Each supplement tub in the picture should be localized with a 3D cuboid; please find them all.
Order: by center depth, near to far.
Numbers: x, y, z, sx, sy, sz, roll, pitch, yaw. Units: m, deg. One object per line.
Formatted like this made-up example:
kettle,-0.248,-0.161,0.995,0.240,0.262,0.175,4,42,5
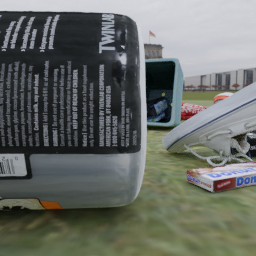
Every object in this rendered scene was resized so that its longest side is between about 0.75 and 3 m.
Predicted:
supplement tub,-1.349,-0.146,2.598,2.903,1.779,1.779,0,7,-3

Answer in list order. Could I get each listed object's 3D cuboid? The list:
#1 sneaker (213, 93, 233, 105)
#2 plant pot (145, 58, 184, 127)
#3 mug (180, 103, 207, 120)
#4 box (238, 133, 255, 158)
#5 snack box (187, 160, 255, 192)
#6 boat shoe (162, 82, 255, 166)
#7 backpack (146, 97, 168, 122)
sneaker,3.544,-0.225,7.909,2.390,0.979,0.921,14,-29,18
plant pot,0.874,-0.957,9.278,2.019,2.014,2.057,3,-6,25
mug,2.608,-0.546,11.392,1.060,0.941,0.707,9,-29,32
box,2.103,0.288,5.046,0.640,0.336,0.781,1,7,2
snack box,1.389,0.569,3.465,1.302,0.158,0.468,-3,8,-25
boat shoe,1.541,0.143,4.300,0.880,1.015,2.381,-14,-14,-44
backpack,0.883,-0.610,9.553,0.958,0.704,0.876,-33,18,-38
